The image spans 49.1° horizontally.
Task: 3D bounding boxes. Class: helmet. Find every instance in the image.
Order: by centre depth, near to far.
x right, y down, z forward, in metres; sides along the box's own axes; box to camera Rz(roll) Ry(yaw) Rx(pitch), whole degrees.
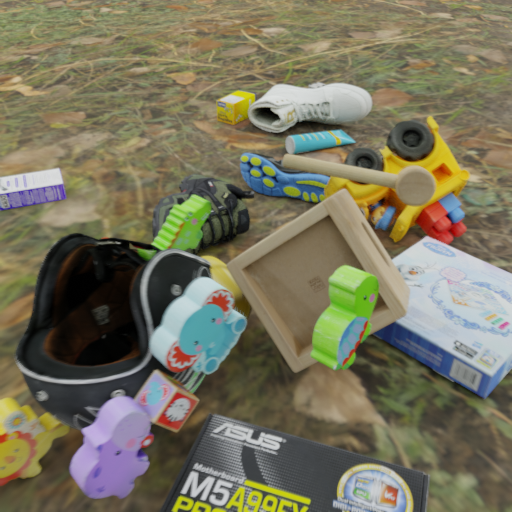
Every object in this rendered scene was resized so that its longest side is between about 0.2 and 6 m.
[{"bbox_3d":[-1.677,1.018,7.095,2.462,2.347,2.462,12,-6,1],"label":"helmet"}]

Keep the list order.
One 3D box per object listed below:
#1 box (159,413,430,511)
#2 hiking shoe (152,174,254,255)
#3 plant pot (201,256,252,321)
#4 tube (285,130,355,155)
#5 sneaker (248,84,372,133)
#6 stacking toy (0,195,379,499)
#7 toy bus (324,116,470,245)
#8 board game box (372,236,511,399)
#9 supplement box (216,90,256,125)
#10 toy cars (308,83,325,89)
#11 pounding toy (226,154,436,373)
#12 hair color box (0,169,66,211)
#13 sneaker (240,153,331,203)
[{"bbox_3d":[0.331,2.965,5.891,2.677,0.593,2.145,12,37,16],"label":"box"},{"bbox_3d":[-0.927,-0.707,10.532,1.526,1.148,3.032,4,35,11],"label":"hiking shoe"},{"bbox_3d":[-0.622,0.667,8.671,1.046,1.046,0.984,-26,39,-31],"label":"plant pot"},{"bbox_3d":[1.623,-2.940,14.336,1.796,0.453,0.696,-14,50,-25],"label":"tube"},{"bbox_3d":[1.346,-3.829,15.026,3.146,1.159,1.818,10,37,29],"label":"sneaker"},{"bbox_3d":[-1.043,1.332,5.870,3.188,0.993,4.228,26,77,43],"label":"stacking toy"},{"bbox_3d":[2.835,-1.091,10.736,2.400,1.629,2.304,-30,74,-7],"label":"toy bus"},{"bbox_3d":[3.098,0.803,8.916,2.481,0.541,2.493,-29,44,-36],"label":"board game box"},{"bbox_3d":[-0.548,-4.218,15.894,0.606,0.610,1.113,22,40,29],"label":"supplement box"},{"bbox_3d":[1.944,-5.066,17.363,0.622,0.307,1.387,2,32,-9],"label":"toy cars"},{"bbox_3d":[1.144,-0.291,7.648,2.864,2.516,1.311,-32,1,21],"label":"pounding toy"},{"bbox_3d":[-4.916,-1.455,12.195,1.380,0.447,0.755,-11,38,-19],"label":"hair color box"},{"bbox_3d":[0.708,-1.763,12.431,2.286,0.810,0.947,16,30,14],"label":"sneaker"}]
